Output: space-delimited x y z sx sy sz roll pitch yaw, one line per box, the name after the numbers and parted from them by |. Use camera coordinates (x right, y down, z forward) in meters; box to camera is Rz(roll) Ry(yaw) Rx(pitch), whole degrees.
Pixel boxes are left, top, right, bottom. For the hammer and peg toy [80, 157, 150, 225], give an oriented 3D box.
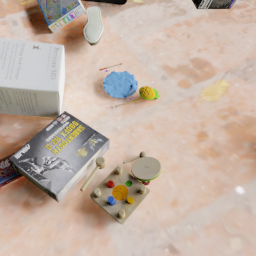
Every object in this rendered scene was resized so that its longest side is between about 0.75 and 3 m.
-0.410 1.597 7.363 1.647 0.581 1.212 35 64 21 | hammer and peg toy

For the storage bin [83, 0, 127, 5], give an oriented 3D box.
-1.046 -6.509 12.351 2.281 1.542 1.069 10 55 7 | storage bin

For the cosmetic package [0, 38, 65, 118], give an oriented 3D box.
-3.001 -1.448 8.468 2.022 1.682 1.692 4 64 -10 | cosmetic package

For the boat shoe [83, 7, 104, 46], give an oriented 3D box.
-1.328 -3.947 11.128 0.767 0.641 2.146 -4 55 0 | boat shoe

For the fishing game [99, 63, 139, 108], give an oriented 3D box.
-0.258 -1.499 9.699 1.232 0.267 1.721 -21 65 -14 | fishing game

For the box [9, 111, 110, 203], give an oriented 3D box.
-1.850 0.705 7.847 1.739 0.531 2.196 32 56 18 | box

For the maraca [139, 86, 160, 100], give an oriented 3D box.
0.716 -1.166 9.391 0.772 0.413 0.529 1 65 -25 | maraca

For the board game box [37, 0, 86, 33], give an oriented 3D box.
-2.890 -5.258 11.819 1.610 0.410 2.395 -31 58 7 | board game box

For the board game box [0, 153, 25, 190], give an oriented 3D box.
-3.067 1.035 8.000 1.638 0.159 0.843 -27 59 -17 | board game box

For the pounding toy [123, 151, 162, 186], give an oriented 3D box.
0.470 1.187 7.762 0.816 0.491 1.058 -29 41 -18 | pounding toy

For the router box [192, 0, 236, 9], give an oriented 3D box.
2.148 -3.878 7.656 1.133 0.376 1.441 -9 64 -20 | router box
